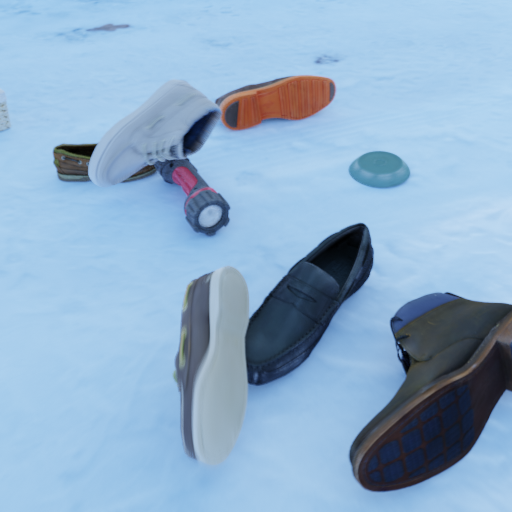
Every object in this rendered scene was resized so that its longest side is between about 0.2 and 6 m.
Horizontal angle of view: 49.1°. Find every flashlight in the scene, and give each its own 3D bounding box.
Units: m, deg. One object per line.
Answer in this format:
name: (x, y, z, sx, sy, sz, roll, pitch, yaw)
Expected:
flashlight: (-1.412, -1.393, 11.524, 0.871, 0.868, 2.565, -40, 46, -1)

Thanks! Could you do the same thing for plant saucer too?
plant saucer: (2.788, -2.018, 12.649, 1.376, 0.247, 1.376, -2, 41, 2)

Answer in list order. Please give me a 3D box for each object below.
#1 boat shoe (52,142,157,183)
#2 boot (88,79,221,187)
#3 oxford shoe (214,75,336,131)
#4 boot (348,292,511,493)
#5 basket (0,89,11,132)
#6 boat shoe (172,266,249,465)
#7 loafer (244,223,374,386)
boat shoe: (-3.326, -2.130, 12.417, 2.295, 0.780, 0.826, -7, 40, -8)
boot: (-2.021, -2.302, 11.353, 1.375, 1.059, 2.878, 37, 82, 29)
oxford shoe: (0.483, -4.208, 14.660, 3.280, 1.169, 1.196, -13, 37, -15)
boot: (2.336, 1.692, 7.806, 3.732, 1.394, 1.809, -26, 26, -25)
basket: (-7.082, -3.504, 13.885, 1.112, 1.012, 1.641, 29, 49, 30)
boat shoe: (-0.662, 1.418, 7.498, 0.783, 0.945, 2.629, -15, 58, 33)
loafer: (0.769, 0.619, 8.772, 1.148, 1.187, 3.382, 29, 50, 26)
